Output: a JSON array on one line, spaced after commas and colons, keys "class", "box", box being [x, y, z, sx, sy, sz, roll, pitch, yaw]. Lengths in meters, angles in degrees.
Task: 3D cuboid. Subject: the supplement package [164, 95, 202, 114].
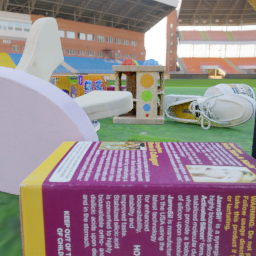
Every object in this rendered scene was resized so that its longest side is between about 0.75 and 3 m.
[{"class": "supplement package", "box": [2.376, -0.993, 12.120, 1.417, 0.828, 0.831, 6, 12, 30]}]

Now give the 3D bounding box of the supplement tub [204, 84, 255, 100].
[{"class": "supplement tub", "box": [4.204, -1.170, 11.685, 1.838, 1.329, 1.329, -5, 12, -31]}]

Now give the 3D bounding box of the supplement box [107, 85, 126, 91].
[{"class": "supplement box", "box": [-0.154, -1.468, 13.711, 2.323, 1.199, 1.520, 6, 12, 29]}]

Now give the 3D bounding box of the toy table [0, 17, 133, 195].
[{"class": "toy table", "box": [-1.420, -0.218, 4.167, 2.745, 2.524, 1.608, 16, 31, 17]}]

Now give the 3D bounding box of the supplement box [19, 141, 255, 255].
[{"class": "supplement box", "box": [0.206, 0.701, 2.439, 1.854, 0.957, 1.213, 0, 10, 2]}]

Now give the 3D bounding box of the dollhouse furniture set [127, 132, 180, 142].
[{"class": "dollhouse furniture set", "box": [0.794, 0.395, 4.277, 1.182, 0.913, 2.365, 7, 13, 32]}]

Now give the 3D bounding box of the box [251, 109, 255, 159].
[{"class": "box", "box": [3.227, -0.074, 4.272, 2.460, 1.826, 1.317, -7, 13, -31]}]

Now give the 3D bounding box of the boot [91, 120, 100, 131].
[{"class": "boot", "box": [-1.183, -0.325, 8.473, 0.662, 0.822, 1.820, -1, 10, -7]}]

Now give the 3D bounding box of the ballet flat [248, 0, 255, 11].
[{"class": "ballet flat", "box": [2.658, -2.487, 5.000, 2.913, 1.000, 0.918, 34, 16, -4]}]

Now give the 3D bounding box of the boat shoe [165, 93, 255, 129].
[{"class": "boat shoe", "box": [2.453, -0.572, 9.053, 1.291, 1.118, 3.027, -10, 12, -43]}]

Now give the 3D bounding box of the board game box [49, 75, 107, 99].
[{"class": "board game box", "box": [-1.987, -1.251, 11.156, 1.676, 1.675, 1.675, 7, 12, 32]}]

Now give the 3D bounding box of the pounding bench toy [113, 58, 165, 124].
[{"class": "pounding bench toy", "box": [0.520, -1.490, 10.865, 1.792, 2.251, 2.886, 1, 10, 7]}]
